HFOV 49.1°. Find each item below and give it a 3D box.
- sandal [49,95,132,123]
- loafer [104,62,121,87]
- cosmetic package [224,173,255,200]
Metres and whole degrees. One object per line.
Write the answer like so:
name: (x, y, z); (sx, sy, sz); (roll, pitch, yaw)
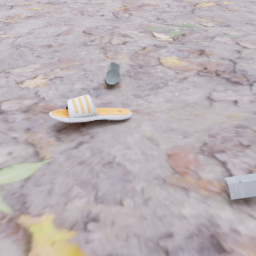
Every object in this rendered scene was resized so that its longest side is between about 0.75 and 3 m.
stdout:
sandal: (-1.105, -0.663, 8.564); (2.559, 0.733, 0.981); (-4, 20, -23)
loafer: (-0.609, -2.027, 11.073); (0.595, 0.551, 1.582); (18, 38, -5)
cosmetic package: (2.621, 1.251, 6.095); (0.896, 0.404, 0.479); (-14, 5, 9)
